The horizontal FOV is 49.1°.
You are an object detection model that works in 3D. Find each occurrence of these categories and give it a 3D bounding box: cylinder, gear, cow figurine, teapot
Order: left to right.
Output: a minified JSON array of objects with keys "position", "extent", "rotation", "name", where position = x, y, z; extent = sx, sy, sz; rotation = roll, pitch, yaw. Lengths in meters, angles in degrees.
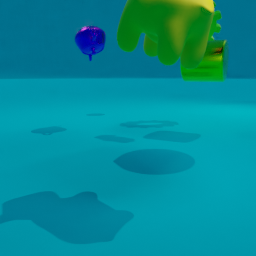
[{"position":[-1.120,-2.567,8.533],"extent":[0.959,0.756,1.543],"rotation":[-12,-9,-15],"name":"teapot"},{"position":[0.430,-1.729,3.521],"extent":[0.932,1.671,1.698],"rotation":[-2,24,-39],"name":"cow figurine"},{"position":[2.229,-3.544,9.574],"extent":[1.814,1.814,0.336],"rotation":[1,38,6],"name":"gear"},{"position":[2.107,-1.819,7.667],"extent":[1.101,1.101,1.101],"rotation":[5,12,25],"name":"cylinder"}]
